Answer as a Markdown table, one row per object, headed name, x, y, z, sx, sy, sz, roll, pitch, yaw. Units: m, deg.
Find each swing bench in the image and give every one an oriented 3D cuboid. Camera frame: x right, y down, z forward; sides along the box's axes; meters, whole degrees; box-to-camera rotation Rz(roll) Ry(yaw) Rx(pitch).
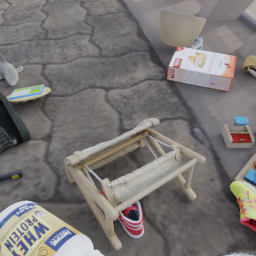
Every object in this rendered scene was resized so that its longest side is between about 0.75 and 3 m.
| name | x | y | z | sx | sy | sz | roll | pitch | yaw |
| --- | --- | --- | --- | --- | --- | --- | --- | --- | --- |
| swing bench | 0.043 | 1.132 | 7.572 | 2.734 | 1.783 | 2.748 | -26 | 49 | -23 |

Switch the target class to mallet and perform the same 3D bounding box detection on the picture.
| name | x | y | z | sx | sy | sz | roll | pitch | yaw |
| --- | --- | --- | --- | --- | --- | --- | --- | --- | --- |
| mallet | -4.407 | 1.531 | 7.847 | 2.694 | 0.887 | 0.554 | -18 | 48 | -17 |

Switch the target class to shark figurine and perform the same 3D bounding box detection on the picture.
| name | x | y | z | sx | sy | sz | roll | pitch | yaw |
| --- | --- | --- | --- | --- | --- | --- | --- | --- | --- |
| shark figurine | -5.766 | -2.759 | 11.962 | 2.836 | 1.184 | 1.695 | 12 | 45 | 9 |

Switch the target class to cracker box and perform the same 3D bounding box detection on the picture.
| name | x | y | z | sx | sy | sz | roll | pitch | yaw |
| --- | --- | --- | --- | --- | --- | --- | --- | --- | --- |
| cracker box | 3.169 | -2.588 | 12.029 | 2.615 | 0.754 | 1.752 | 13 | 47 | 14 |

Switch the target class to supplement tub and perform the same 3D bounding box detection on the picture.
| name | x | y | z | sx | sy | sz | roll | pitch | yaw |
| --- | --- | --- | --- | --- | --- | --- | --- | --- | --- |
| supplement tub | -1.805 | 2.807 | 6.021 | 2.327 | 1.680 | 1.680 | 23 | 50 | 21 |

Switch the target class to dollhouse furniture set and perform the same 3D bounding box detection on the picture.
| name | x | y | z | sx | sy | sz | roll | pitch | yaw |
| --- | --- | --- | --- | --- | --- | --- | --- | --- | --- |
| dollhouse furniture set | 4.218 | 0.148 | 8.917 | 1.852 | 1.305 | 1.297 | 0 | 45 | -2 |

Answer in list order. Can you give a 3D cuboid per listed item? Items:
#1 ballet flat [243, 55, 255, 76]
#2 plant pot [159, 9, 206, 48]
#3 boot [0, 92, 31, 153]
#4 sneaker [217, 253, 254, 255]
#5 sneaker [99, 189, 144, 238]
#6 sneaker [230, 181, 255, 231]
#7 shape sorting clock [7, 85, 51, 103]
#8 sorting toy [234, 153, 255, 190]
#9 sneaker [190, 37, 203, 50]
| name | x | y | z | sx | sy | sz | roll | pitch | yaw |
| --- | --- | --- | --- | --- | --- | --- | --- | --- | --- |
| ballet flat | 6.060 | -2.299 | 11.893 | 2.467 | 0.847 | 0.778 | 34 | 82 | 32 |
| plant pot | 2.396 | -4.626 | 13.231 | 2.194 | 1.473 | 2.194 | 11 | 23 | -5 |
| boot | -4.742 | -0.088 | 9.343 | 2.038 | 1.026 | 2.726 | -29 | 52 | -25 |
| sneaker | 2.735 | 3.383 | 6.184 | 1.737 | 0.652 | 1.003 | 3 | 47 | 1 |
| sneaker | -0.197 | 2.017 | 7.294 | 0.595 | 0.939 | 1.670 | -34 | 56 | -27 |
| sneaker | 3.212 | 2.154 | 7.387 | 0.797 | 0.690 | 1.766 | -22 | 46 | -11 |
| shape sorting clock | -3.812 | -1.270 | 10.717 | 1.692 | 0.332 | 1.692 | -8 | 26 | 4 |
| sorting toy | 4.348 | 1.626 | 8.178 | 1.991 | 0.267 | 1.484 | 34 | 54 | 29 |
| sneaker | 3.224 | -4.015 | 13.556 | 1.063 | 0.611 | 0.399 | -29 | 52 | -26 |
